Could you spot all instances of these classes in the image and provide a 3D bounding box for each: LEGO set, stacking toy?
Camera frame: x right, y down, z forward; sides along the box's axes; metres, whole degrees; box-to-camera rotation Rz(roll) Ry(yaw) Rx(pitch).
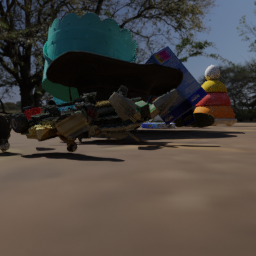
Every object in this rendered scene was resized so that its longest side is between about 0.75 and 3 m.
[{"bbox_3d":[-0.322,-0.036,2.780,1.402,0.612,2.159,-1,13,34],"label":"LEGO set"},{"bbox_3d":[4.161,-1.573,13.568,2.149,2.941,2.149,0,2,0],"label":"stacking toy"}]

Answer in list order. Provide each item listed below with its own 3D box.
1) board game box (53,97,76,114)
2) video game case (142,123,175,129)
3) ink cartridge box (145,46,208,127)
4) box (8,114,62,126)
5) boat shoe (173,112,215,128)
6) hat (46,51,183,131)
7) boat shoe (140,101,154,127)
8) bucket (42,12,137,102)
[{"bbox_3d":[-1.224,-0.571,9.221,2.014,0.473,1.520,18,13,19],"label":"board game box"},{"bbox_3d":[0.908,-0.068,8.401,0.684,0.171,0.755,-2,2,-36],"label":"video game case"},{"bbox_3d":[1.026,-0.862,6.652,0.664,1.741,1.187,-39,-3,-31],"label":"ink cartridge box"},{"bbox_3d":[-2.734,-0.264,9.977,2.659,0.480,1.901,1,2,39],"label":"box"},{"bbox_3d":[2.322,-0.285,9.766,1.487,0.544,0.482,1,7,35],"label":"boat shoe"},{"bbox_3d":[-0.338,-0.484,5.527,2.867,1.157,2.867,6,-5,1],"label":"hat"},{"bbox_3d":[0.924,-0.941,9.760,0.724,2.026,0.606,25,7,32],"label":"boat shoe"},{"bbox_3d":[-1.057,-1.657,7.495,2.511,1.633,2.511,7,-16,2],"label":"bucket"}]
